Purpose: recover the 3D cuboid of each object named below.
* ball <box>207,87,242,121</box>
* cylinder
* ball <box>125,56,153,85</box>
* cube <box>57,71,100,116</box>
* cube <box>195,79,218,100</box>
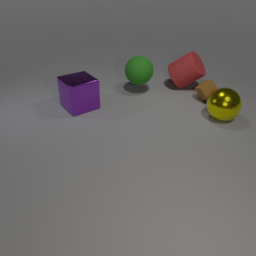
[{"bbox_3d":[3.996,-0.984,11.657,1.400,1.400,1.400,0,32,0],"label":"ball"},{"bbox_3d":[2.983,-2.951,14.239,1.400,1.400,1.400,-26,16,35],"label":"cylinder"},{"bbox_3d":[0.546,-2.829,13.739,1.400,1.400,1.400,0,32,0],"label":"ball"},{"bbox_3d":[-2.202,-1.587,12.587,1.400,1.400,1.400,-20,37,-29],"label":"cube"},{"bbox_3d":[3.714,-1.796,13.198,0.700,0.700,0.700,-37,12,-3],"label":"cube"}]
